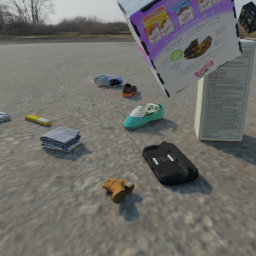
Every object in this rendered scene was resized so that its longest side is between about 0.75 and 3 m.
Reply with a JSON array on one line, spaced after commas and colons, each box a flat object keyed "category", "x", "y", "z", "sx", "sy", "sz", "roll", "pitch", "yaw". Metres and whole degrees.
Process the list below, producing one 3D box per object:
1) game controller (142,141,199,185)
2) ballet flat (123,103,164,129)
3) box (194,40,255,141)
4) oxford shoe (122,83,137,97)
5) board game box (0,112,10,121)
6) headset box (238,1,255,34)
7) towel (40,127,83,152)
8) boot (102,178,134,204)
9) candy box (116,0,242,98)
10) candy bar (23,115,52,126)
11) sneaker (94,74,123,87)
[{"category": "game controller", "x": 1.000, "y": 0.851, "z": 7.069, "sx": 0.964, "sy": 0.389, "sz": 1.848, "roll": -19, "pitch": 24, "yaw": -7}, {"category": "ballet flat", "x": 0.568, "y": -0.510, "z": 10.005, "sx": 1.937, "sy": 0.682, "sz": 0.652, "roll": -19, "pitch": 28, "yaw": -39}, {"category": "box", "x": 2.850, "y": -1.157, "z": 8.515, "sx": 1.392, "sy": 2.933, "sz": 1.140, "roll": 4, "pitch": 20, "yaw": 6}, {"category": "oxford shoe", "x": 0.130, "y": -1.981, "z": 13.989, "sx": 0.544, "sy": 0.554, "sz": 1.529, "roll": 6, "pitch": 22, "yaw": 16}, {"category": "board game box", "x": -4.966, "y": -0.352, "z": 10.295, "sx": 0.640, "sy": 0.175, "sz": 1.014, "roll": 13, "pitch": 25, "yaw": 31}, {"category": "headset box", "x": 4.745, "y": -4.284, "z": 10.847, "sx": 0.430, "sy": 0.926, "sz": 0.807, "roll": -27, "pitch": 67, "yaw": -2}, {"category": "towel", "x": -1.949, "y": 0.314, "z": 8.231, "sx": 0.988, "sy": 0.423, "sz": 0.818, "roll": 10, "pitch": 24, "yaw": 24}, {"category": "boot", "x": -0.300, "y": 1.282, "z": 5.892, "sx": 0.610, "sy": 0.301, "sz": 0.785, "roll": 11, "pitch": 24, "yaw": 27}, {"category": "candy box", "x": 1.250, "y": -2.176, "z": 6.205, "sx": 2.086, "sy": 2.486, "sz": 0.889, "roll": -31, "pitch": 48, "yaw": 5}, {"category": "candy bar", "x": -3.304, "y": -0.306, "z": 10.212, "sx": 1.377, "sy": 0.153, "sz": 0.343, "roll": 15, "pitch": 26, "yaw": 34}, {"category": "sneaker", "x": -1.078, "y": -2.624, "z": 15.617, "sx": 1.638, "sy": 0.631, "sz": 0.698, "roll": -1, "pitch": 25, "yaw": -1}]
